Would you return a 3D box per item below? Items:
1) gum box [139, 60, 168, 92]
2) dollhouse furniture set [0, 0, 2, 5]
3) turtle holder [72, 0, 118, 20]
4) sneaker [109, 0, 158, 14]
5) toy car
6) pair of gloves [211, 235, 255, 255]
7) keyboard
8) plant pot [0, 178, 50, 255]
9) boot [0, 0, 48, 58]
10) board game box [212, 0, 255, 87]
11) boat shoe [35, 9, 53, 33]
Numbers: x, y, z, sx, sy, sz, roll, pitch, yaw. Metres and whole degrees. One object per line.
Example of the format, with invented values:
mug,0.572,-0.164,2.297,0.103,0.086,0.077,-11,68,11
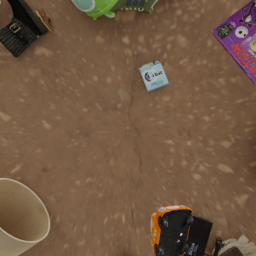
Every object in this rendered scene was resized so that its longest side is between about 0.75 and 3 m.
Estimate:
gum box,0.738,-1.513,8.111,0.641,0.168,0.755,-21,85,-2
dollhouse furniture set,-4.022,-3.470,7.890,0.797,0.551,0.845,1,74,43
turtle holder,-1.015,-3.900,7.498,1.447,1.353,1.905,-48,49,20
sneaker,0.311,-3.630,7.960,2.318,0.777,1.041,-22,127,19
toy car,0.091,2.106,5.255,2.319,0.772,1.138,-17,112,-13
pair of gloves,3.041,4.210,7.487,1.994,0.411,2.345,-41,80,3
keyboard,1.935,3.350,7.573,1.102,0.179,1.734,18,80,16
plant pot,-3.400,2.661,7.046,2.045,1.916,1.916,-43,86,8
boot,-3.286,-3.019,7.992,1.289,0.649,1.724,-38,87,-3
board game box,3.115,-1.558,5.798,1.504,0.405,2.506,-38,72,18
boat shoe,-2.405,-3.162,8.192,0.267,0.285,0.792,-35,84,-1
